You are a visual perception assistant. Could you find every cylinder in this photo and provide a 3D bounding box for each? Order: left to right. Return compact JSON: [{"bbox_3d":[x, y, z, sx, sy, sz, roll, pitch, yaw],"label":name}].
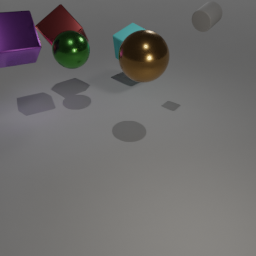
[{"bbox_3d":[2.484,-3.502,8.810,0.700,0.700,0.700,26,56,34],"label":"cylinder"}]

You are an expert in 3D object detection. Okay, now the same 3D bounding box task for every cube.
[{"bbox_3d":[-4.054,-3.126,9.948,1.400,1.400,1.400,-17,-2,-27],"label":"cube"},{"bbox_3d":[-2.725,-3.959,11.793,1.400,1.400,1.400,-42,85,-1],"label":"cube"},{"bbox_3d":[0.265,-4.051,13.864,1.400,1.400,1.400,-39,60,-22],"label":"cube"}]

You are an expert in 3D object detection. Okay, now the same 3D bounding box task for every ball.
[{"bbox_3d":[-2.135,-2.935,10.526,1.400,1.400,1.400,0,33,0],"label":"ball"},{"bbox_3d":[0.436,-1.956,7.690,1.400,1.400,1.400,0,33,0],"label":"ball"}]
